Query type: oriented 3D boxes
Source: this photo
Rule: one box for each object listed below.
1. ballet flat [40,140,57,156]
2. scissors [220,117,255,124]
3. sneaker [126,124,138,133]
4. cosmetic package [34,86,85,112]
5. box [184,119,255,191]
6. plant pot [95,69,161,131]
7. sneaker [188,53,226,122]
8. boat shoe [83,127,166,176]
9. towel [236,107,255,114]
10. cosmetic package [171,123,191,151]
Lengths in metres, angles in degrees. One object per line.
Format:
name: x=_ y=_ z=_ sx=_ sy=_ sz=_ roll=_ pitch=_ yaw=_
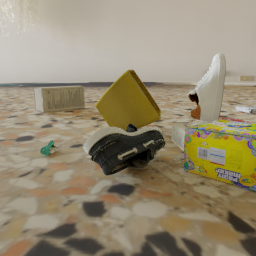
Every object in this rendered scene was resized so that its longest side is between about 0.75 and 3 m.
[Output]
ballet flat: x=-2.294 y=0.616 z=8.308 sx=0.328 sy=0.314 sz=0.933 roll=24 pitch=13 yaw=-2
scissors: x=5.237 y=-0.278 z=12.538 sx=2.482 sy=0.173 sz=0.908 roll=8 pitch=13 yaw=40
sneaker: x=-0.019 y=0.124 z=9.689 sx=0.392 sy=0.600 sz=1.073 roll=-12 pitch=17 yaw=-44
cosmetic package: x=-4.029 y=-1.774 z=16.621 sx=2.718 sy=1.405 sz=1.186 roll=-9 pitch=13 yaw=-40
box: x=2.592 y=0.509 z=6.703 sx=1.752 sy=1.109 sz=1.819 roll=-11 pitch=16 yaw=-43
plant pot: x=-0.046 y=-0.875 z=10.674 sx=1.795 sy=2.035 sz=2.035 roll=-33 pitch=6 yaw=12
sneaker: x=2.907 y=-1.611 z=10.351 sx=1.236 sy=2.919 sz=1.063 roll=9 pitch=-26 yaw=16
boat shoe: x=0.168 y=0.606 z=6.890 sx=2.987 sy=1.129 sz=0.901 roll=-4 pitch=51 yaw=-53
towel: x=7.438 y=-1.011 z=15.771 sx=2.222 sy=0.264 sz=1.632 roll=0 pitch=10 yaw=-7
cosmetic package: x=1.842 y=0.269 z=8.958 sx=0.546 sy=0.647 sz=1.252 roll=0 pitch=14 yaw=-9
